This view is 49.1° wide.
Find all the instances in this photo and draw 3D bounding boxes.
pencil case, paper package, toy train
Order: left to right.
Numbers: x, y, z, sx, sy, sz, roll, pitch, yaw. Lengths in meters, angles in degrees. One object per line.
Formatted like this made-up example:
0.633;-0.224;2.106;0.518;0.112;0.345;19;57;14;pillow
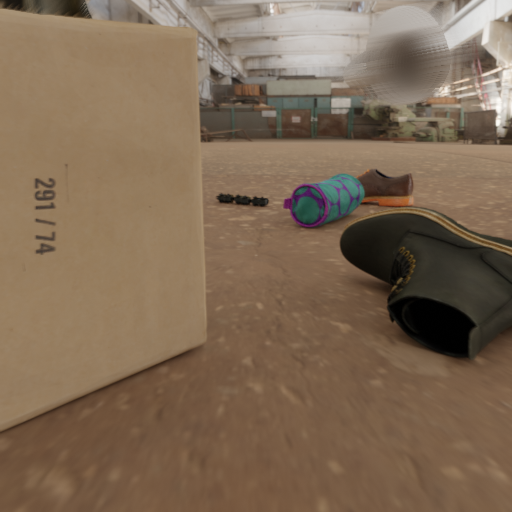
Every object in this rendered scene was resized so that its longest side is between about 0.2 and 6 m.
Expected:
-1.916;-0.417;4.714;1.579;3.052;2.909;13;20;41;paper package
-0.363;-1.476;14.648;1.558;0.266;0.357;8;13;29;toy train
1.550;-1.239;12.318;1.022;0.941;2.212;17;21;26;pencil case

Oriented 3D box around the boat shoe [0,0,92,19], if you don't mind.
-2.257;-2.477;6.512;0.791;0.992;2.623;17;-21;18;boat shoe

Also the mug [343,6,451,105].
1.570;-2.328;6.495;1.199;0.885;1.051;-22;37;25;mug

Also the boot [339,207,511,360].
1.739;0.196;6.555;1.995;1.117;2.884;-19;22;-40;boot

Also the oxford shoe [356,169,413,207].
2.848;-1.851;14.743;2.559;0.933;0.912;5;15;20;oxford shoe
